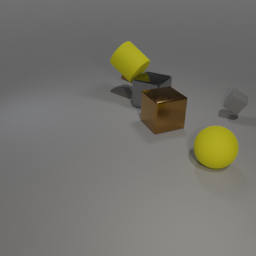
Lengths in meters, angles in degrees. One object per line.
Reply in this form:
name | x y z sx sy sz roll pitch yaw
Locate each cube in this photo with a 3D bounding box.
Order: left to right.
cube | 1.145 -1.754 13.398 1.400 1.400 1.400 17 33 28
cube | 1.452 -0.775 11.653 1.400 1.400 1.400 -11 31 -19
cube | 4.641 -1.139 12.064 0.700 0.700 0.700 32 40 0

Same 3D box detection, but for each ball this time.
ball | 2.867 0.625 9.165 1.400 1.400 1.400 0 29 0

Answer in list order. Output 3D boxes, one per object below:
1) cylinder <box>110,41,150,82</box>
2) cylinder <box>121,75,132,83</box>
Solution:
cylinder | 0.102 -3.190 13.533 1.400 1.400 1.400 45 42 6
cylinder | 0.076 -2.773 14.635 0.700 0.700 0.700 22 30 -2
